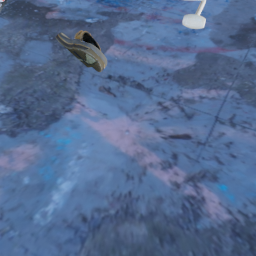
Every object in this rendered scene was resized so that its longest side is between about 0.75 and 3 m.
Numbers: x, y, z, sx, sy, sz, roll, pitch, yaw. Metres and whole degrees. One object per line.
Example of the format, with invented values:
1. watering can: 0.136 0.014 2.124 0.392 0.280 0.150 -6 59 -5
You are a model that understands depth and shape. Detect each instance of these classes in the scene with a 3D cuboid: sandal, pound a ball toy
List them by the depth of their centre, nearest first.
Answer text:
1. sandal: -1.023 -1.957 6.651 0.662 0.991 2.425 -50 31 -1
2. pound a ball toy: 1.512 -3.575 6.771 0.924 1.418 2.174 7 50 9

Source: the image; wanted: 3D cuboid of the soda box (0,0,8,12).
1. soda box: -3.986 -3.841 8.353 0.489 1.381 0.437 58 27 14
